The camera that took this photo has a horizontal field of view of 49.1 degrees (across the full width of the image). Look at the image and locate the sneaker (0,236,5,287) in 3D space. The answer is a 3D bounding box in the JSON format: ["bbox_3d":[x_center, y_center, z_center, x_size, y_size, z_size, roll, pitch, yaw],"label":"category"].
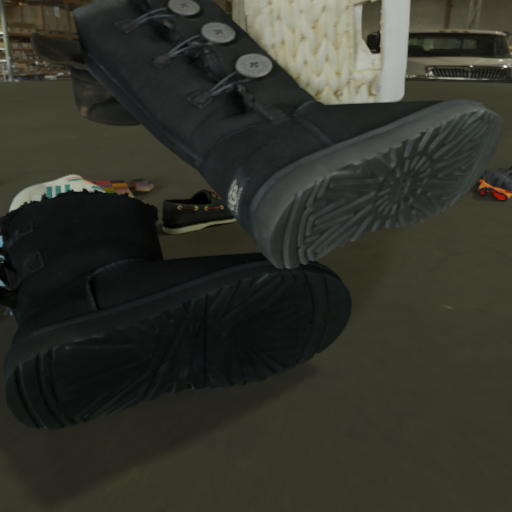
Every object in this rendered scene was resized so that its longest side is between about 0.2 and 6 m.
[{"bbox_3d":[-3.178,0.264,7.426,0.994,0.605,1.522,-34,49,-24],"label":"sneaker"}]

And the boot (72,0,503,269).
[{"bbox_3d":[0.217,-1.615,5.505,2.870,1.143,3.483,-18,48,-33],"label":"boot"}]

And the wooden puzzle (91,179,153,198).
[{"bbox_3d":[-3.430,-1.282,11.757,2.602,0.183,1.543,-7,23,-18],"label":"wooden puzzle"}]

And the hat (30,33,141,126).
[{"bbox_3d":[-2.217,-2.632,8.742,2.612,1.053,2.612,14,26,-7],"label":"hat"}]

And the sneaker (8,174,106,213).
[{"bbox_3d":[-3.483,-0.895,10.066,0.931,0.701,1.991,19,31,18],"label":"sneaker"}]

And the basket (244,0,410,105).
[{"bbox_3d":[0.683,-2.945,6.616,1.515,1.665,2.457,-10,42,-1],"label":"basket"}]

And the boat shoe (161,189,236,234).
[{"bbox_3d":[-0.861,-0.892,10.234,1.925,0.603,0.704,-16,24,-39],"label":"boat shoe"}]

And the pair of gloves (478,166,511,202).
[{"bbox_3d":[4.826,-1.966,12.862,2.661,0.329,2.370,21,30,26],"label":"pair of gloves"}]

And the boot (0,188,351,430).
[{"bbox_3d":[-1.126,0.195,6.078,3.496,1.294,2.865,-13,34,-16],"label":"boot"}]
